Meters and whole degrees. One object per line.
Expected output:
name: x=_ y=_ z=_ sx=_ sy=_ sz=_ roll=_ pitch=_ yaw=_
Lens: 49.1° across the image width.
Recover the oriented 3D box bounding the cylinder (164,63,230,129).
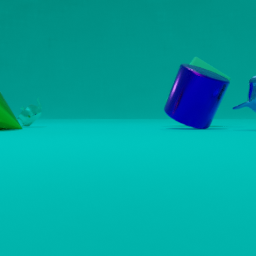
cylinder: x=1.694 y=-0.807 z=7.026 sx=1.263 sy=1.263 sz=1.263 roll=16 pitch=23 yaw=-7

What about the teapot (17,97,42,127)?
teapot: x=-3.059 y=-0.464 z=8.706 sx=1.199 sy=0.587 sz=0.746 roll=-50 pitch=16 yaw=-24

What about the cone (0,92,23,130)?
cone: x=-2.851 y=-0.250 z=6.185 sx=1.293 sy=1.293 sz=1.298 roll=1 pitch=-24 yaw=36

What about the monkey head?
monkey head: x=2.929 y=-0.628 z=5.709 sx=1.578 sy=0.951 sz=1.135 roll=6 pitch=16 yaw=32

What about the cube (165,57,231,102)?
cube: x=2.328 y=-1.258 z=9.515 sx=1.377 sy=1.377 sz=1.377 roll=32 pitch=-16 yaw=0
